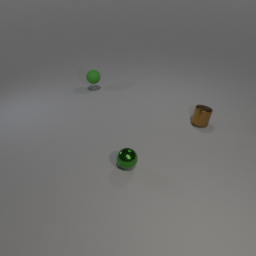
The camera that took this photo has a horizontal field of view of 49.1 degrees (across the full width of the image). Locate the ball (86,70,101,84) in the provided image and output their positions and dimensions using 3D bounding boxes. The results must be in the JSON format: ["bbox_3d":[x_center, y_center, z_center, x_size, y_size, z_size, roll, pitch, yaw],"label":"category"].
[{"bbox_3d":[-1.716,-2.536,13.904,0.700,0.700,0.700,0,33,0],"label":"ball"}]

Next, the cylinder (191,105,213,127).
[{"bbox_3d":[3.030,-0.506,11.483,0.700,0.700,0.700,9,26,-5],"label":"cylinder"}]

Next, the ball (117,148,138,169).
[{"bbox_3d":[-0.027,0.995,9.196,0.700,0.700,0.700,0,33,0],"label":"ball"}]
